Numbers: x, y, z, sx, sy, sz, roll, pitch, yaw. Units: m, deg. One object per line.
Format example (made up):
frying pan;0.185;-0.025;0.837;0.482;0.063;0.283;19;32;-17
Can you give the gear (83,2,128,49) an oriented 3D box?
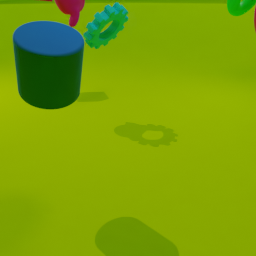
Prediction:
gear;-0.566;-2.655;7.360;0.244;1.319;1.319;50;43;7

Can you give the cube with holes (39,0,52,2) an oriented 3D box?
cube with holes;-3.139;-5.128;9.916;0.832;0.832;0.832;3;-6;-5

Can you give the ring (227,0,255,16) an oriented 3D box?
ring;3.424;-3.966;7.772;1.754;1.754;0.351;-24;58;-39

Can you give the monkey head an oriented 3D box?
monkey head;-1.394;-3.556;7.402;1.123;1.561;0.941;-1;28;23

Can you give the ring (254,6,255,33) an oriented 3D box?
ring;2.699;-1.908;3.981;1.909;1.909;0.382;-8;44;-15

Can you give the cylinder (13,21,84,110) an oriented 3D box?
cylinder;-1.106;-0.882;3.958;0.905;0.905;0.905;8;45;-8
